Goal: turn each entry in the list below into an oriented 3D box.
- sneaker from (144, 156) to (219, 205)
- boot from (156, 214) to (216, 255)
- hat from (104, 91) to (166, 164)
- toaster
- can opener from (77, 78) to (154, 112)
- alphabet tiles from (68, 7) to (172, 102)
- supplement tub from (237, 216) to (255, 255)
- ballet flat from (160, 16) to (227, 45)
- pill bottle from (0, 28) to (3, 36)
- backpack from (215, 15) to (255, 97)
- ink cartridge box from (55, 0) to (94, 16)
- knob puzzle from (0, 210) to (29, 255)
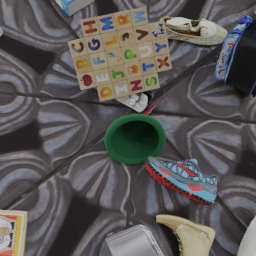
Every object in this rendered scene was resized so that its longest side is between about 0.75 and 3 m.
[{"bbox_3d":[1.631,1.375,8.522,2.356,0.934,1.125,29,69,-1],"label":"sneaker"},{"bbox_3d":[1.527,3.299,7.993,1.759,0.640,1.367,18,72,0],"label":"boot"},{"bbox_3d":[0.293,-0.059,9.163,2.111,1.749,1.859,-4,29,-2],"label":"hat"},{"bbox_3d":[0.278,3.640,7.586,1.329,1.169,2.057,-26,68,-10],"label":"toaster"},{"bbox_3d":[-0.465,-1.403,9.494,2.691,0.708,0.894,27,37,7],"label":"can opener"},{"bbox_3d":[-0.183,-2.173,8.429,2.929,0.093,2.437,-14,109,-5],"label":"alphabet tiles"},{"bbox_3d":[4.559,3.526,7.039,2.941,2.127,2.127,29,75,17],"label":"supplement tub"},{"bbox_3d":[2.332,-3.501,9.989,2.606,0.812,0.879,3,74,1],"label":"ballet flat"},{"bbox_3d":[-4.984,-3.685,10.223,0.792,0.473,0.473,40,77,12],"label":"pill bottle"},{"bbox_3d":[4.131,-2.589,9.069,1.612,2.187,2.396,28,58,21],"label":"backpack"},{"bbox_3d":[-2.272,-5.268,10.587,1.208,0.704,1.671,-38,77,-11],"label":"ink cartridge box"},{"bbox_3d":[-4.417,3.627,8.002,3.070,0.426,3.070,0,73,0],"label":"knob puzzle"}]
